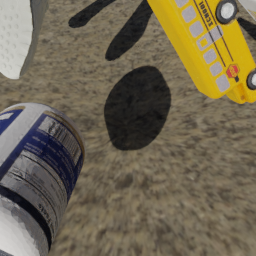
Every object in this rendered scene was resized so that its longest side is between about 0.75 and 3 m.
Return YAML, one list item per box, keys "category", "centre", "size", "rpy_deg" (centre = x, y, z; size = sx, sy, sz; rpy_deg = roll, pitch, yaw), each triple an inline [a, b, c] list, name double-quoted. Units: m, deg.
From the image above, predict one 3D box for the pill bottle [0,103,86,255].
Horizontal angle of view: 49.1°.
- category: "pill bottle"
  centre: [-1.614, 0.974, 3.520]
  size: [1.594, 1.594, 2.869]
  rpy_deg: [5, 31, 4]

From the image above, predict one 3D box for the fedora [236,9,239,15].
- category: "fedora"
  centre: [2.222, -3.337, 7.178]
  size: [1.458, 1.458, 0.594]
  rpy_deg: [20, 96, 16]

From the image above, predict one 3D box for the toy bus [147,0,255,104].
- category: "toy bus"
  centre: [1.267, -1.256, 4.290]
  size: [0.880, 2.249, 0.732]
  rpy_deg: [-37, 28, 2]

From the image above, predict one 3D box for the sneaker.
- category: "sneaker"
  centre: [-2.032, -2.302, 5.604]
  size: [1.019, 2.667, 1.073]
  rpy_deg: [15, 13, 11]

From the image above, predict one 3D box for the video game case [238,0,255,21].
- category: "video game case"
  centre: [2.928, -1.085, 4.222]
  size: [2.526, 0.289, 2.299]
  rpy_deg: [32, 22, -27]
